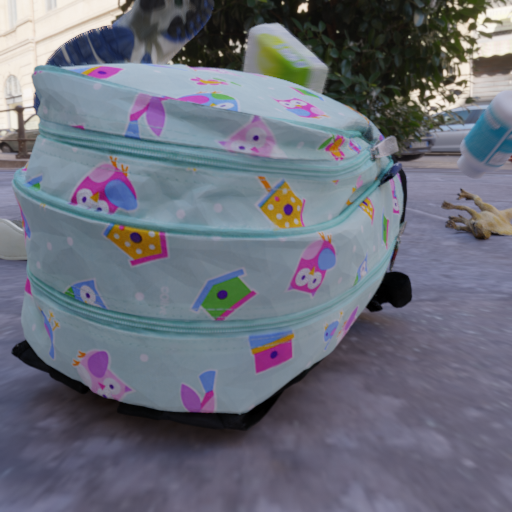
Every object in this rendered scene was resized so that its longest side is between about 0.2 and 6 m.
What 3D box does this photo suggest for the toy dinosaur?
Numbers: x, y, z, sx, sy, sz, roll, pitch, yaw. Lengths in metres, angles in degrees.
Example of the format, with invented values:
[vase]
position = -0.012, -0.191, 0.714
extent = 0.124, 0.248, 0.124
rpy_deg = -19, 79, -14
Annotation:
[toy dinosaur]
position = 5.044, -0.814, 12.281
extent = 1.560, 0.898, 3.085
rpy_deg = 28, 34, 36

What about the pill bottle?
[pill bottle]
position = 4.247, -2.097, 9.995
extent = 0.854, 1.542, 0.854
rpy_deg = 10, 51, -13

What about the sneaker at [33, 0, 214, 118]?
[sneaker]
position = -1.917, -2.850, 8.203
extent = 3.084, 1.188, 1.313
rpy_deg = -44, 18, -16

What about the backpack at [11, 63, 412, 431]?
[backpack]
position = -0.332, -0.352, 4.929
extent = 3.295, 2.499, 3.948
rpy_deg = 7, 18, 18

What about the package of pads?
[package of pads]
position = 0.472, -3.490, 12.379
extent = 0.894, 2.621, 2.025
rpy_deg = -18, 53, -26

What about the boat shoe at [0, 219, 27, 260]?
[boat shoe]
position = -3.764, -0.263, 9.299
extent = 1.862, 0.665, 0.556
rpy_deg = 10, 14, 17
